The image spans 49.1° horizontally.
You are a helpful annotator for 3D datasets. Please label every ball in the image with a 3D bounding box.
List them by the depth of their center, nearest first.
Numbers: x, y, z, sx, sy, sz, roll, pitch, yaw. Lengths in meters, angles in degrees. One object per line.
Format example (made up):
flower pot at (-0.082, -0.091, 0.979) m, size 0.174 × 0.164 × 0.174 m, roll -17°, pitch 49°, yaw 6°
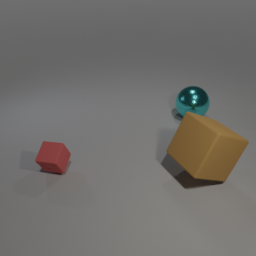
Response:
ball at (2.672, -1.042, 11.623) m, size 1.400 × 1.400 × 1.400 m, roll 0°, pitch 30°, yaw 0°

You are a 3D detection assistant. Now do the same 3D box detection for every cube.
cube at (2.261, 0.546, 8.117) m, size 1.400 × 1.400 × 1.400 m, roll 12°, pitch 20°, yaw -35°
cube at (-2.268, 0.893, 8.551) m, size 0.700 × 0.700 × 0.700 m, roll 5°, pitch 58°, yaw 15°
